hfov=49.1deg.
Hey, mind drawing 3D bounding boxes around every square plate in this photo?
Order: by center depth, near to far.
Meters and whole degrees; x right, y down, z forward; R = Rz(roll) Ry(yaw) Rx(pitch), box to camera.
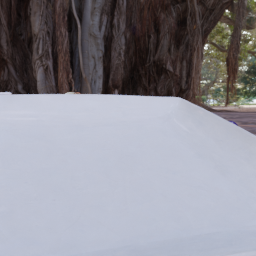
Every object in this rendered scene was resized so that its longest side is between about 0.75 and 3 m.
[{"bbox_3d":[-0.159,0.209,2.213,2.601,0.374,2.626,-1,21,-19],"label":"square plate"}]

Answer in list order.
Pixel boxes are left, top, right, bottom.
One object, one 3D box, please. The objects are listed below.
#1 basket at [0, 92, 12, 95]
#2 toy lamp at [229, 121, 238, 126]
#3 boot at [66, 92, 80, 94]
[{"bbox_3d":[-5.930,-0.690,10.979,2.306,1.423,1.563,-5,7,-41],"label":"basket"},{"bbox_3d":[2.296,0.094,6.755,0.537,0.537,1.844,2,3,31],"label":"toy lamp"},{"bbox_3d":[-2.083,-0.832,11.560,0.968,1.383,2.579,38,19,12],"label":"boot"}]
